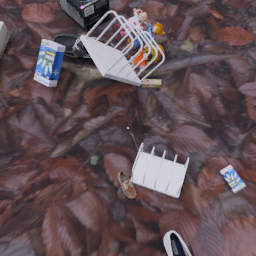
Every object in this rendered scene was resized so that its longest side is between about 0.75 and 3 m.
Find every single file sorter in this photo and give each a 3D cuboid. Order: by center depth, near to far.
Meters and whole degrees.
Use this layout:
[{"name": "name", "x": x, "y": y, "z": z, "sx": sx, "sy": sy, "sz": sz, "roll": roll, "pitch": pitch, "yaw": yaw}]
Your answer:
[{"name": "file sorter", "x": 1.094, "y": 1.405, "z": 9.538, "sx": 1.747, "sy": 1.088, "sz": 1.212, "roll": 17, "pitch": 62, "yaw": 9}, {"name": "file sorter", "x": -0.077, "y": -2.893, "z": 10.364, "sx": 1.608, "sy": 2.582, "sz": 1.792, "roll": -40, "pitch": 71, "yaw": 25}]

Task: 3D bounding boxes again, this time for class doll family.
[{"name": "doll family", "x": 0.737, "y": -3.644, "z": 11.944, "sx": 1.243, "sy": 1.712, "sz": 2.759, "roll": 4, "pitch": 75, "yaw": -46}]

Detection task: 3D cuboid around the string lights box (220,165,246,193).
[{"name": "string lights box", "x": 3.613, "y": 1.750, "z": 9.652, "sx": 0.435, "sy": 0.250, "sz": 0.847, "roll": -38, "pitch": 56, "yaw": 16}]

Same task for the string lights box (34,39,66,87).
[{"name": "string lights box", "x": -3.198, "y": -2.631, "z": 11.408, "sx": 0.868, "sy": 1.690, "sz": 0.498, "roll": 27, "pitch": 20, "yaw": 22}]

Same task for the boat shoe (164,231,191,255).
[{"name": "boat shoe", "x": 1.596, "y": 4.040, "z": 8.243, "sx": 0.738, "sy": 0.656, "sz": 2.007, "roll": -22, "pitch": 62, "yaw": -12}]

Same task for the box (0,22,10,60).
[{"name": "box", "x": -6.279, "y": -3.549, "z": 12.513, "sx": 1.095, "sy": 0.912, "sz": 2.666, "roll": 5, "pitch": 60, "yaw": 3}]

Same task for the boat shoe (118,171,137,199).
[{"name": "boat shoe", "x": -0.049, "y": 1.945, "z": 9.626, "sx": 0.398, "sy": 0.377, "sz": 1.050, "roll": -29, "pitch": 64, "yaw": -16}]

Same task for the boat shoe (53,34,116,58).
[{"name": "boat shoe", "x": -1.960, "y": -3.652, "z": 12.362, "sx": 3.000, "sy": 1.014, "sz": 1.077, "roll": 15, "pitch": 90, "yaw": 8}]

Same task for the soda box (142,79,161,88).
[{"name": "soda box", "x": 1.014, "y": -1.893, "z": 11.930, "sx": 0.807, "sy": 0.258, "sz": 0.273, "roll": 2, "pitch": 60, "yaw": 2}]

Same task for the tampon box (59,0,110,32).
[{"name": "tampon box", "x": -2.147, "y": -6.114, "z": 13.751, "sx": 1.611, "sy": 1.357, "sz": 2.150, "roll": -36, "pitch": 66, "yaw": -19}]
